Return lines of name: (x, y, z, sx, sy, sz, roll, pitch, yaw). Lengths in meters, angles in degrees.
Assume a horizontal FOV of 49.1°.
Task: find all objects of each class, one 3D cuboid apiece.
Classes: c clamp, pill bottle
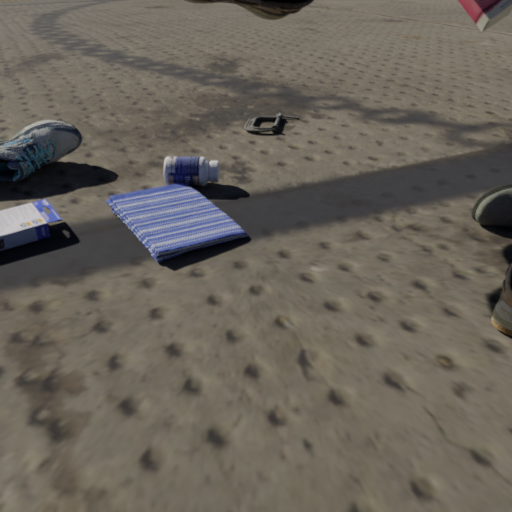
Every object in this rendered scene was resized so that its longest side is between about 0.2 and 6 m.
c clamp: (0.362, -3.405, 14.287, 1.257, 0.199, 1.472, 8, 32, 12)
pill bottle: (-1.264, -1.664, 11.062, 1.042, 0.578, 0.578, 1, 31, 2)

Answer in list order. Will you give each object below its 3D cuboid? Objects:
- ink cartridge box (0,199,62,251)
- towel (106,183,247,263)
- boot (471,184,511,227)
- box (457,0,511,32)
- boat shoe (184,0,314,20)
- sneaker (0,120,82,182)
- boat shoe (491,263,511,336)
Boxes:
ink cartridge box: (-4.132, -0.462, 9.344, 1.592, 0.334, 0.950, -23, 38, -27)
towel: (-1.453, -0.650, 9.793, 1.678, 0.276, 2.318, -16, 36, -29)
boot: (4.808, -0.564, 9.217, 2.114, 0.716, 1.381, -3, 37, -2)
box: (3.079, -3.493, 7.564, 0.453, 0.709, 0.386, -34, -7, 5)
boat shoe: (-0.259, -4.590, 8.911, 3.111, 1.159, 1.140, -9, 16, -40)
sneaker: (-4.728, -1.969, 11.453, 2.498, 0.970, 1.078, -22, 48, -20)
boat shoe: (3.828, 0.323, 7.715, 0.741, 0.671, 2.080, 17, 35, 26)
